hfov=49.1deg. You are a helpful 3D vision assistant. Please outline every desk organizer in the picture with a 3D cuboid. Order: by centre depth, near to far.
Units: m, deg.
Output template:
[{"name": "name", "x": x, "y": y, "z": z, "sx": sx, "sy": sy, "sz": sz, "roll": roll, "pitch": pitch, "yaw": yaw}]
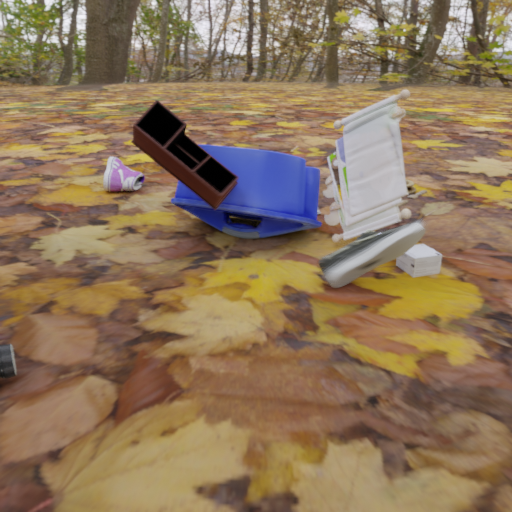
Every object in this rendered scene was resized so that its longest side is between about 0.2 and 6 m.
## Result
[{"name": "desk organizer", "x": -1.337, "y": -1.932, "z": 10.800, "sx": 0.769, "sy": 2.143, "sz": 0.825, "roll": -52, "pitch": 3, "yaw": -16}]

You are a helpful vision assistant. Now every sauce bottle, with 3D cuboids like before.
[{"name": "sauce bottle", "x": -4.170, "y": 1.544, "z": 6.994, "sx": 2.145, "sy": 0.694, "sz": 0.694, "roll": -10, "pitch": 24, "yaw": -21}]

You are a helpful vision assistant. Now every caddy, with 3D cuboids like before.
[{"name": "caddy", "x": -0.196, "y": -1.308, "z": 12.569, "sx": 3.497, "sy": 1.836, "sz": 2.472, "roll": 10, "pitch": 2, "yaw": 23}]

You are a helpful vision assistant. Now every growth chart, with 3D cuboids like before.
[{"name": "growth chart", "x": 2.294, "y": -1.819, "z": 11.780, "sx": 2.137, "sy": 2.954, "sz": 0.262, "roll": -10, "pitch": -16, "yaw": 42}]

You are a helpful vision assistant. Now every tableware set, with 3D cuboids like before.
[{"name": "tableware set", "x": 3.673, "y": -1.905, "z": 15.700, "sx": 1.540, "sy": 0.467, "sz": 2.330, "roll": 17, "pitch": 28, "yaw": 36}]

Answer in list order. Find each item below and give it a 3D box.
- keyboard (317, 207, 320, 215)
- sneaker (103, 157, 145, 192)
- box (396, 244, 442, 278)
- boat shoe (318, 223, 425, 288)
[{"name": "keyboard", "x": 0.210, "y": -1.634, "z": 15.496, "sx": 1.097, "sy": 0.208, "sz": 3.899, "roll": -17, "pitch": 27, "yaw": -25}, {"name": "sneaker", "x": -3.897, "y": -2.374, "z": 16.693, "sx": 1.139, "sy": 0.724, "sz": 1.998, "roll": 1, "pitch": 30, "yaw": -11}, {"name": "box", "x": 3.166, "y": 0.086, "z": 10.917, "sx": 0.629, "sy": 0.411, "sz": 0.625, "roll": -7, "pitch": 23, "yaw": -17}, {"name": "boat shoe", "x": 2.065, "y": -0.163, "z": 10.114, "sx": 1.965, "sy": 0.695, "sz": 0.626, "roll": -27, "pitch": 60, "yaw": -1}]
